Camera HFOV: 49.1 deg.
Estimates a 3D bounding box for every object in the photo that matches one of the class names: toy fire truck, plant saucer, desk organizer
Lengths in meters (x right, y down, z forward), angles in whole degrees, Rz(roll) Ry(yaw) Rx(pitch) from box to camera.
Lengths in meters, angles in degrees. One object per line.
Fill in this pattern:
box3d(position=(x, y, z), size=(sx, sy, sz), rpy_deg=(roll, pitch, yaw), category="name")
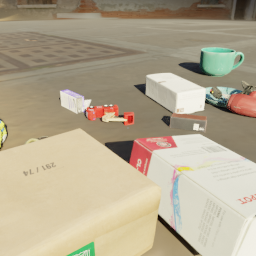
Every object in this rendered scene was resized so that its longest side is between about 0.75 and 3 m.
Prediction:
box3d(position=(-0.541, -0.365, 8.067), size=(1.302, 0.317, 0.918), rpy_deg=(-5, 26, -11), category="toy fire truck")
box3d(position=(3.306, -1.052, 9.613), size=(1.693, 0.232, 1.693), rpy_deg=(0, 25, 0), category="plant saucer")
box3d(position=(1.647, -0.164, 7.632), size=(0.949, 0.340, 0.365), rpy_deg=(8, 24, 16), category="desk organizer")

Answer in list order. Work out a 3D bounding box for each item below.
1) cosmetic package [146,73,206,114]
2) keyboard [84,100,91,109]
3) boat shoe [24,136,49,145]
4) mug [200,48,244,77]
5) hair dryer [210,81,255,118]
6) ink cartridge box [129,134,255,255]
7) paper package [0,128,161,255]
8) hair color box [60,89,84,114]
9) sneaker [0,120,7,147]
box3d(position=(1.498, -1.198, 9.305), size=(1.076, 0.784, 2.117), rpy_deg=(-11, 26, -22), category="cosmetic package")
box3d(position=(-1.390, -0.792, 9.295), size=(0.226, 0.043, 0.805), rpy_deg=(1, 25, 2), category="keyboard")
box3d(position=(-1.956, 0.456, 6.011), size=(0.586, 0.518, 1.599), rpy_deg=(-7, 20, -1), category="boat shoe")
box3d(position=(4.111, -2.915, 12.542), size=(1.773, 1.096, 1.456), rpy_deg=(16, 29, 29), category="mug")
box3d(position=(3.802, -0.958, 8.701), size=(1.727, 0.616, 2.267), rpy_deg=(-14, 39, -10), category="hair dryer")
box3d(position=(1.245, 0.936, 4.309), size=(1.591, 0.904, 2.184), rpy_deg=(-2, 23, -34), category="ink cartridge box")
box3d(position=(-1.102, 1.140, 3.848), size=(2.346, 1.214, 2.236), rpy_deg=(-17, 30, -34), category="paper package")
box3d(position=(-1.763, -0.847, 8.851), size=(0.306, 0.516, 0.944), rpy_deg=(-20, 32, -37), category="hair color box")
box3d(position=(-3.390, -0.127, 6.167), size=(1.088, 1.509, 2.872), rpy_deg=(-9, 27, -17), category="sneaker")
